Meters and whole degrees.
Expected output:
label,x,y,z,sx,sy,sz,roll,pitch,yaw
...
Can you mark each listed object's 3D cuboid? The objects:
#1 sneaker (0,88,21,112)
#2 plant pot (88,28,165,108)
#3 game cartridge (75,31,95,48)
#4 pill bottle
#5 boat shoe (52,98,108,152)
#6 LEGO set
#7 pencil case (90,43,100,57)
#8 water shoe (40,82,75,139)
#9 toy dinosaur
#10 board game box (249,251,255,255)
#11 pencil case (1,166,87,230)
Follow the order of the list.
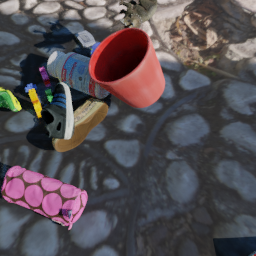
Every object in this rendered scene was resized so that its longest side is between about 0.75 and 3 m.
label,x,y,z,sx,sy,sz,roll,pitch,yaw
sneaker,-4.606,-0.983,9.919,2.097,0.777,0.877,25,63,26
plant pot,0.130,-1.720,8.777,2.109,1.866,2.109,-16,56,25
game cartridge,-1.853,-3.894,12.266,0.639,0.199,0.959,-23,58,-20
pill bottle,-1.735,-2.012,10.270,2.318,1.261,1.261,22,58,16
boat shoe,-1.653,-0.147,9.261,0.765,0.894,2.440,28,49,23
LEGO set,-3.085,-1.222,9.874,0.920,0.990,2.411,-21,57,-13
pencil case,-0.884,-2.673,11.098,0.739,0.664,1.702,-30,60,-19
water shoe,-1.731,-0.500,6.695,0.706,0.640,1.790,1,44,-24
toy dinosaur,0.419,-4.042,9.654,2.273,0.875,1.162,-40,81,-20
board game box,4.141,3.923,6.497,1.986,0.567,2.028,-2,55,-1
pencil case,-2.346,1.882,7.737,2.288,1.038,1.072,18,85,14
